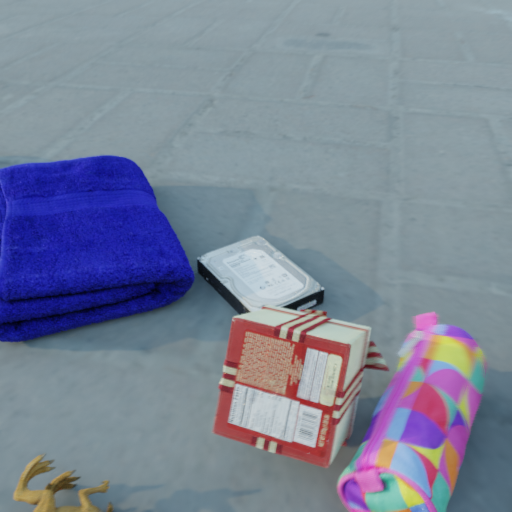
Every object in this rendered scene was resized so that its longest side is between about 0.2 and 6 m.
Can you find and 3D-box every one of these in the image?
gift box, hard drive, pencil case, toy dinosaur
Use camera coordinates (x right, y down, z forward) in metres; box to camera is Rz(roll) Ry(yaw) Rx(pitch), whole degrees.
[{"bbox_3d":[0.503,1.288,5.625,1.456,1.344,1.360,16,5,17],"label":"gift box"},{"bbox_3d":[0.031,0.338,8.155,1.169,0.317,1.673,-20,39,-27],"label":"hard drive"},{"bbox_3d":[1.653,1.646,5.711,1.034,1.034,2.341,16,37,21],"label":"pencil case"},{"bbox_3d":[-1.936,2.404,4.975,2.010,0.607,1.068,-10,37,-13],"label":"toy dinosaur"}]

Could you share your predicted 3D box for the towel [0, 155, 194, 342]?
[{"bbox_3d":[-2.811,-0.458,8.696,2.894,0.971,3.920,-14,37,-17],"label":"towel"}]
